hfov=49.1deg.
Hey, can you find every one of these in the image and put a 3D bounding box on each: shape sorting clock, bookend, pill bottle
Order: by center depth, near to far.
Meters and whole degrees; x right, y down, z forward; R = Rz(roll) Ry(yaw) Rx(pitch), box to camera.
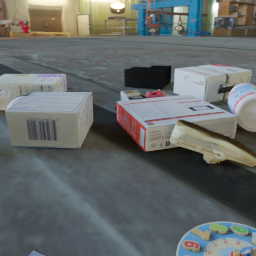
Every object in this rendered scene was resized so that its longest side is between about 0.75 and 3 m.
[{"bbox_3d":[1.312,1.615,3.429,1.421,0.279,1.421,0,22,0],"label":"shape sorting clock"},{"bbox_3d":[3.526,-0.703,8.182,1.052,1.052,1.935,4,22,9],"label":"pill bottle"},{"bbox_3d":[0.929,-2.357,12.656,1.728,0.796,1.717,7,22,19],"label":"bookend"}]

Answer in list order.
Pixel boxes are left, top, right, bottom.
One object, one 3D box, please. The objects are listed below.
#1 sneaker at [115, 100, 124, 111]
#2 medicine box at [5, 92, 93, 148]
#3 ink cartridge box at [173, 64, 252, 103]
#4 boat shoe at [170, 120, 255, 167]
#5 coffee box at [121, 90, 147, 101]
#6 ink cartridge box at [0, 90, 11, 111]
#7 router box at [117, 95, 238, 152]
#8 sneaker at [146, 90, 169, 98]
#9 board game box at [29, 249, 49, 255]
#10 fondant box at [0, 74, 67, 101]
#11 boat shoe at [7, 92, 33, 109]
[{"bbox_3d":[-0.254,-0.720,9.241,0.400,0.294,0.883,-3,24,-15],"label":"sneaker"},{"bbox_3d":[-1.888,-0.286,7.255,1.682,0.951,1.847,1,21,4],"label":"medicine box"},{"bbox_3d":[3.247,-1.797,10.921,2.433,1.019,1.755,-12,26,-29],"label":"ink cartridge box"},{"bbox_3d":[1.824,0.434,5.985,1.869,0.607,0.674,23,15,10],"label":"boat shoe"},{"bbox_3d":[0.194,-0.948,9.605,0.635,0.443,1.111,-6,23,-15],"label":"coffee box"},{"bbox_3d":[-4.522,-0.975,9.271,1.177,0.496,0.852,6,21,-20],"label":"ink cartridge box"},{"bbox_3d":[1.209,-0.259,7.657,2.526,0.617,2.267,-7,23,-17],"label":"router box"},{"bbox_3d":[1.202,-1.048,9.684,1.324,0.574,0.488,-7,23,-19],"label":"sneaker"},{"bbox_3d":[0.040,1.973,2.015,2.734,0.266,1.408,16,25,15],"label":"board game box"},{"bbox_3d":[-3.814,-1.568,10.760,2.545,0.741,1.836,1,22,0],"label":"fondant box"},{"bbox_3d":[-3.211,-0.772,8.845,0.668,0.707,1.971,5,22,18],"label":"boat shoe"}]
